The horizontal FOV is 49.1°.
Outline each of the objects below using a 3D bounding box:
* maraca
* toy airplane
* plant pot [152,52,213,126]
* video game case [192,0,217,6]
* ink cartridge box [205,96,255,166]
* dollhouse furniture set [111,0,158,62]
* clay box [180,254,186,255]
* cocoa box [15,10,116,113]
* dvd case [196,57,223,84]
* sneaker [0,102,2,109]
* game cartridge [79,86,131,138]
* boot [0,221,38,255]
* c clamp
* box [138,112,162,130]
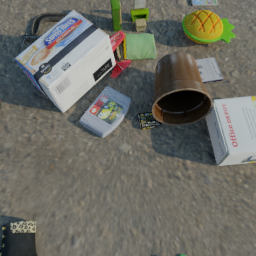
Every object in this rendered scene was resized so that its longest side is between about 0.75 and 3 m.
[{"bbox_3d":[3.456,-4.281,11.976,2.325,1.244,1.594,7,69,-6],"label":"maraca"},{"bbox_3d":[-0.748,-2.995,11.708,2.278,0.419,2.278,-6,69,16],"label":"toy airplane"},{"bbox_3d":[1.852,-1.494,10.261,2.091,2.091,2.070,-1,56,0],"label":"plant pot"},{"bbox_3d":[3.657,-6.434,13.615,1.182,0.143,1.298,-1,64,0],"label":"video game case"},{"bbox_3d":[4.447,0.044,9.825,2.925,1.280,2.126,-5,63,-4],"label":"ink cartridge box"},{"bbox_3d":[0.262,-4.271,11.899,1.727,1.323,2.636,-7,64,-3],"label":"dollhouse furniture set"},{"bbox_3d":[1.571,4.734,7.991,1.094,0.453,1.905,30,68,13],"label":"clay box"},{"bbox_3d":[-2.231,-2.482,10.548,1.922,1.953,2.929,41,77,18],"label":"cocoa box"},{"bbox_3d":[3.009,-2.341,11.593,1.553,0.192,1.167,-9,64,-5],"label":"dvd case"},{"bbox_3d":[-6.011,-1.051,10.572,2.480,0.876,1.211,-4,66,0],"label":"sneaker"},{"bbox_3d":[-0.782,-0.624,10.677,1.288,0.396,1.935,31,68,10],"label":"game cartridge"},{"bbox_3d":[-3.757,3.792,8.268,2.294,0.828,1.732,-7,62,-10],"label":"boot"},{"bbox_3d":[-3.250,-4.249,12.474,2.930,0.397,2.503,-3,59,0],"label":"c clamp"},{"bbox_3d":[0.834,-0.289,10.593,0.800,0.197,0.639,-8,63,-4],"label":"box"}]
